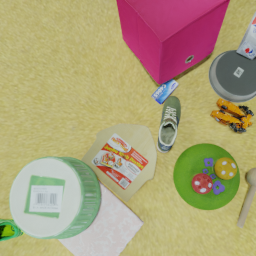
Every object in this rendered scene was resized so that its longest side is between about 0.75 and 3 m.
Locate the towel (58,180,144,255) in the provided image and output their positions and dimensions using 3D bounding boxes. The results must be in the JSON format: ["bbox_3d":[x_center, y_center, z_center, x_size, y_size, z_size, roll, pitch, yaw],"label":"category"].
[{"bbox_3d":[-0.893,3.012,8.522,2.009,0.339,2.103,41,83,6],"label":"towel"}]

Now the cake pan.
[{"bbox_3d":[3.663,-1.791,9.341,1.873,0.344,1.873,0,80,0],"label":"cake pan"}]

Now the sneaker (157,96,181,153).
[{"bbox_3d":[1.343,-0.173,8.797,0.639,0.856,1.907,13,81,2],"label":"sneaker"}]

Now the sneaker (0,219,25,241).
[{"bbox_3d":[-3.994,3.008,8.298,1.834,0.767,0.679,-6,81,0],"label":"sneaker"}]

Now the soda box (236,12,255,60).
[{"bbox_3d":[4.295,-3.242,9.242,0.614,0.661,1.936,28,70,5],"label":"soda box"}]

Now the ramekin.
[{"bbox_3d":[-2.114,1.958,8.017,2.448,1.196,2.448,-2,76,10],"label":"ramekin"}]

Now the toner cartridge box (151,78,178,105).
[{"bbox_3d":[1.226,-1.252,9.321,0.427,0.194,0.898,41,83,6],"label":"toner cartridge box"}]

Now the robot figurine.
[{"bbox_3d":[3.401,-0.403,9.085,1.292,0.376,0.937,28,81,5],"label":"robot figurine"}]

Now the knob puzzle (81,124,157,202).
[{"bbox_3d":[-0.077,0.831,8.758,2.443,0.339,2.443,0,93,7],"label":"knob puzzle"}]

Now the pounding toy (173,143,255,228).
[{"bbox_3d":[2.742,1.566,8.297,2.705,1.255,2.088,26,81,5],"label":"pounding toy"}]

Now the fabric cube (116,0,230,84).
[{"bbox_3d":[1.239,-3.212,8.396,2.313,2.350,2.358,-33,72,-7],"label":"fabric cube"}]
